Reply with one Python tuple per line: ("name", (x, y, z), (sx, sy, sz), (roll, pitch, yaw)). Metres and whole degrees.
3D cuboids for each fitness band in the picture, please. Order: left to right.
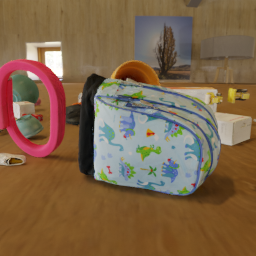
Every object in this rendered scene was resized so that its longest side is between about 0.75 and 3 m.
("fitness band", (-2.362, -0.432, 6.825), (1.781, 2.480, 0.464), (15, 28, 13))

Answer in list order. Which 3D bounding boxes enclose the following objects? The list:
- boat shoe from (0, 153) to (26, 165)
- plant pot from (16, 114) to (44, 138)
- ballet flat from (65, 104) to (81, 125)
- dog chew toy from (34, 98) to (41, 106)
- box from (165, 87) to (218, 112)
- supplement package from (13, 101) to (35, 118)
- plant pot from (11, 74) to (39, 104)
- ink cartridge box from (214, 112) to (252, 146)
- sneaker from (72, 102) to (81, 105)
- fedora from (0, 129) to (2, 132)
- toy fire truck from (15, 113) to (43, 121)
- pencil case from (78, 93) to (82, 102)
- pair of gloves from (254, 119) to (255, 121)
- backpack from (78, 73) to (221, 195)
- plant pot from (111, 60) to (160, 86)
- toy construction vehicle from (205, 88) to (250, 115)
("boat shoe", (-2.812, 0.759, 6.582), (0.767, 0.272, 0.268), (5, 8, -9))
("plant pot", (-3.282, -0.084, 9.110), (0.877, 0.588, 0.877), (-17, 22, 7))
("ballet flat", (-1.529, -0.416, 11.481), (2.957, 0.983, 0.840), (3, -32, 15))
("dog chew toy", (-5.797, -1.612, 17.337), (0.518, 0.518, 0.833), (9, 23, 35))
("box", (2.949, -1.304, 13.740), (2.500, 1.329, 1.903), (2, 12, 8))
("supplement package", (-4.839, -0.831, 13.039), (0.706, 0.697, 1.164), (-8, 14, -34))
("plant pot", (-5.910, -1.728, 14.798), (1.913, 1.913, 1.535), (1, 23, 4))
("ink cartridge box", (2.893, -0.043, 9.116), (1.282, 0.772, 1.764), (-12, 16, -43))
("sneaker", (-2.089, -1.385, 15.356), (2.214, 0.854, 0.808), (-11, 17, -37))
("fedora", (-5.005, -0.274, 10.040), (1.624, 0.829, 1.837), (-3, 20, -5))
("toy fire truck", (-4.407, -0.407, 11.967), (1.267, 0.309, 0.894), (4, 13, 16))
("pencil case", (-1.966, -1.800, 17.265), (2.086, 0.812, 0.933), (-7, -10, -29))
("pair of gloves", (6.098, -0.303, 11.704), (1.297, 0.227, 1.103), (9, 18, 44))
("backpack", (0.395, 0.198, 5.410), (2.680, 2.186, 2.060), (6, 21, -1))
("plant pot", (0.037, -2.053, 15.148), (2.606, 2.606, 2.386), (-5, -2, -22))
("toy construction vehicle", (3.856, -0.781, 10.955), (1.721, 1.499, 0.606), (1, 19, -7))
